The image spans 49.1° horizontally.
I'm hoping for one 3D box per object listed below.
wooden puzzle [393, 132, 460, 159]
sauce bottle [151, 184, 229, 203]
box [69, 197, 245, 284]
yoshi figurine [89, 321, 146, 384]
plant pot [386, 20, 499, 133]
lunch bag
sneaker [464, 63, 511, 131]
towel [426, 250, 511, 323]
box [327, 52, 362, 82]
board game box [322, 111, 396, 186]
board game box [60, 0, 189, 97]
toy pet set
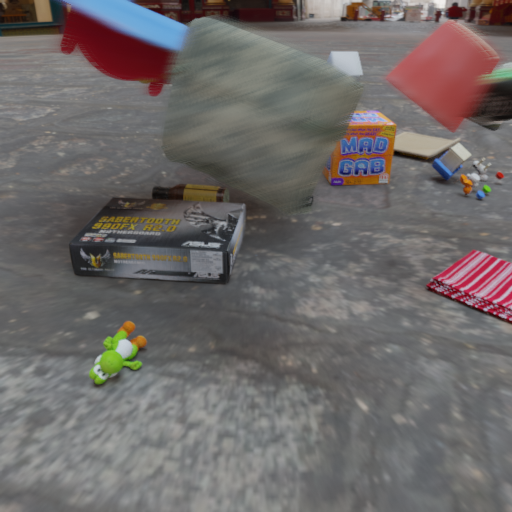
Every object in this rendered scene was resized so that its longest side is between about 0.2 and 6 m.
[{"bbox_3d":[4.202,-2.872,14.680,1.765,0.329,1.633,16,31,37],"label":"wooden puzzle"},{"bbox_3d":[-1.305,-1.185,11.098,1.521,0.492,0.492,7,28,12],"label":"sauce bottle"},{"bbox_3d":[-1.503,-0.317,9.258,2.475,0.598,1.961,4,27,6],"label":"box"},{"bbox_3d":[-1.598,1.144,6.564,0.489,0.487,0.869,14,33,13],"label":"yoshi figurine"},{"bbox_3d":[2.487,-2.396,7.358,1.182,1.046,1.182,32,23,-15],"label":"plant pot"},{"bbox_3d":[-0.018,-1.358,5.612,1.754,1.471,1.222,27,17,15],"label":"lunch bag"},{"bbox_3d":[3.588,-2.535,8.420,0.792,0.913,2.060,25,9,9],"label":"sneaker"},{"bbox_3d":[3.817,0.506,8.048,2.212,0.249,1.599,24,35,39],"label":"towel"},{"bbox_3d":[1.665,-3.543,10.720,0.555,0.475,0.552,-4,72,-11],"label":"box"},{"bbox_3d":[2.234,-2.453,12.648,1.343,1.343,1.344,-2,27,-6],"label":"board game box"},{"bbox_3d":[-1.706,-3.213,9.091,5.606,1.092,4.429,3,31,-46],"label":"board game box"},{"bbox_3d":[4.501,-1.733,12.289,1.302,0.740,1.394,48,47,11],"label":"toy pet set"}]
